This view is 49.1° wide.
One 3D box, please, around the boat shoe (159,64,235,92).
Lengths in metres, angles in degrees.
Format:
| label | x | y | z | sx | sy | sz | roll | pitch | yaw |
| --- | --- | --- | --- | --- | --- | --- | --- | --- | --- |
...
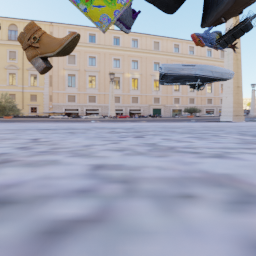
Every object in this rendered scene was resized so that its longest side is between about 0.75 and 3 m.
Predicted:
| label | x | y | z | sx | sy | sz | roll | pitch | yaw |
| --- | --- | --- | --- | --- | --- | --- | --- | --- | --- |
| boat shoe | 2.726 | -2.000 | 11.363 | 2.958 | 1.010 | 1.092 | 2 | 24 | 1 |

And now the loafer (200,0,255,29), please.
| label | x | y | z | sx | sy | sz | roll | pitch | yaw |
| --- | --- | --- | --- | --- | --- | --- | --- | --- | --- |
| loafer | 2.262 | -2.751 | 6.388 | 0.853 | 0.878 | 2.404 | 5 | 13 | -1 |

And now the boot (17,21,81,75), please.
| label | x | y | z | sx | sy | sz | roll | pitch | yaw |
| --- | --- | --- | --- | --- | --- | --- | --- | --- | --- |
| boot | -3.086 | -3.403 | 10.777 | 2.310 | 1.793 | 0.886 | -37 | -5 | 21 |

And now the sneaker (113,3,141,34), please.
| label | x | y | z | sx | sy | sz | roll | pitch | yaw |
| --- | --- | --- | --- | --- | --- | --- | --- | --- | --- |
| sneaker | -0.446 | -4.076 | 9.465 | 0.862 | 1.014 | 2.316 | 47 | 20 | 24 |

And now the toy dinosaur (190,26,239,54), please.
| label | x | y | z | sx | sy | sz | roll | pitch | yaw |
| --- | --- | --- | --- | --- | --- | --- | --- | --- | --- |
| toy dinosaur | 2.730 | -2.793 | 9.278 | 1.879 | 1.087 | 2.070 | -6 | -13 | -17 |

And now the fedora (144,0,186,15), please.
| label | x | y | z | sx | sy | sz | roll | pitch | yaw |
| --- | --- | --- | --- | --- | --- | --- | --- | --- | --- |
| fedora | 0.897 | -3.320 | 6.827 | 1.818 | 0.830 | 1.818 | 23 | 27 | -12 |

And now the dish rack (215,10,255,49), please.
| label | x | y | z | sx | sy | sz | roll | pitch | yaw |
| --- | --- | --- | --- | --- | --- | --- | --- | --- | --- |
| dish rack | 2.857 | -2.598 | 7.210 | 0.979 | 0.348 | 1.277 | -30 | 17 | 48 |

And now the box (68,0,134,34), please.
| label | x | y | z | sx | sy | sz | roll | pitch | yaw |
| --- | --- | --- | --- | --- | --- | --- | --- | --- | --- |
| box | -0.476 | -2.575 | 5.186 | 1.092 | 1.134 | 0.692 | 42 | 7 | -11 |
